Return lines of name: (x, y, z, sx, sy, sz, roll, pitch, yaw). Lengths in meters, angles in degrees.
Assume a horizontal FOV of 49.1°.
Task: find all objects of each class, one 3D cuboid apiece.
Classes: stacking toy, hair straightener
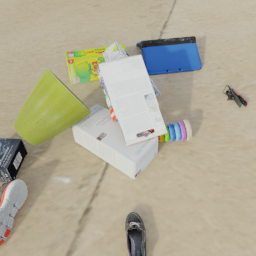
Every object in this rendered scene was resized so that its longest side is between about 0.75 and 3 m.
stacking toy: (1.368, 0.226, 10.402, 1.885, 0.805, 0.805, -11, 46, -2)
hair straightener: (4.585, -1.417, 12.255, 0.593, 0.315, 1.540, -9, 46, -9)

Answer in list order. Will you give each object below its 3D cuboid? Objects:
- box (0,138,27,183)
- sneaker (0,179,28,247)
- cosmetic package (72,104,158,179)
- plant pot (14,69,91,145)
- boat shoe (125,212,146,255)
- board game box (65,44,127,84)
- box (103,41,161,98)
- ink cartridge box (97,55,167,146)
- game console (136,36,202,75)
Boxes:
box: (-4.362, 1.057, 9.480, 1.342, 0.788, 1.320, 3, 45, 5)
sneaker: (-3.888, 2.587, 8.081, 1.004, 0.945, 2.451, -5, 37, 26)
cosmetic package: (-0.478, 0.397, 9.950, 2.852, 1.056, 1.450, 27, 52, 25)
plant pot: (-2.663, -0.504, 9.276, 2.103, 1.968, 1.968, -44, 55, -2)
boat shoe: (0.235, 3.048, 7.701, 0.583, 0.497, 1.744, -3, 45, -3)
board game box: (-1.433, -2.966, 13.043, 2.697, 1.370, 0.642, -11, 46, -11)
box: (0.157, -2.195, 11.363, 0.754, 2.507, 1.462, -40, 30, 15)
ink cartridge box: (0.116, -0.935, 9.709, 1.600, 0.739, 2.937, -17, 84, -16)
game console: (2.054, -3.799, 14.652, 2.888, 1.709, 2.465, -6, 14, -7)
